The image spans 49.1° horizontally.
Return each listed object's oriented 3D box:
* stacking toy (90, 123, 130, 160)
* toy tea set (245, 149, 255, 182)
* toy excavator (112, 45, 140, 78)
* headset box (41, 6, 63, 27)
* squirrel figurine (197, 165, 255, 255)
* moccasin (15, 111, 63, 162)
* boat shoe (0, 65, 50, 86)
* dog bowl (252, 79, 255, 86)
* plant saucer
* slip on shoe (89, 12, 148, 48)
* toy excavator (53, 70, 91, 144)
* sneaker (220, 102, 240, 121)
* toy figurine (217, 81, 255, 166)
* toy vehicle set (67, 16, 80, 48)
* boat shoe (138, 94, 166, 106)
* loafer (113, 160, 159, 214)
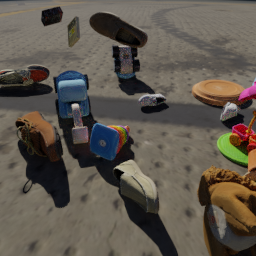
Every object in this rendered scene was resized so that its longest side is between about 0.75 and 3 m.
[{"bbox_3d":[-0.311,0.230,7.802,0.826,0.873,1.504,21,22,22],"label":"stacking toy"},{"bbox_3d":[3.780,1.061,5.714,2.646,1.573,0.979,-5,53,17],"label":"toy tea set"},{"bbox_3d":[-0.236,-3.171,13.211,1.142,2.285,2.222,-4,74,-7],"label":"toy excavator"},{"bbox_3d":[-2.799,-4.164,10.434,0.797,0.308,0.593,-26,-5,-25],"label":"headset box"},{"bbox_3d":[2.303,1.446,5.033,1.846,1.400,1.978,0,32,-13],"label":"squirrel figurine"},{"bbox_3d":[-2.460,0.208,7.508,0.973,0.922,2.521,-21,37,-27],"label":"moccasin"},{"bbox_3d":[-4.385,-2.133,11.686,2.190,0.779,0.685,-6,32,-5],"label":"boat shoe"},{"bbox_3d":[6.011,-1.661,10.962,1.541,0.685,2.765,-1,30,0],"label":"dog bowl"},{"bbox_3d":[3.597,-1.453,10.946,2.125,0.343,2.125,1,31,0],"label":"plant saucer"},{"bbox_3d":[-0.263,-2.301,6.665,1.498,0.569,0.454,27,38,1],"label":"slip on shoe"},{"bbox_3d":[-1.676,-0.712,8.648,1.167,2.271,2.335,-6,3,-11],"label":"toy excavator"},{"bbox_3d":[3.403,-0.534,9.327,0.451,0.428,1.120,26,40,22],"label":"sneaker"},{"bbox_3d":[3.446,-0.141,7.051,1.624,1.990,2.163,-17,35,-27],"label":"toy figurine"},{"bbox_3d":[-2.023,-3.572,10.407,0.131,0.613,0.987,12,62,-41],"label":"toy vehicle set"},{"bbox_3d":[0.894,-1.002,10.104,1.097,0.403,0.358,-18,31,-26],"label":"boat shoe"},{"bbox_3d":[0.141,1.279,6.017,0.580,0.643,1.700,-12,23,-18],"label":"loafer"}]
